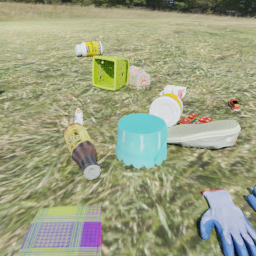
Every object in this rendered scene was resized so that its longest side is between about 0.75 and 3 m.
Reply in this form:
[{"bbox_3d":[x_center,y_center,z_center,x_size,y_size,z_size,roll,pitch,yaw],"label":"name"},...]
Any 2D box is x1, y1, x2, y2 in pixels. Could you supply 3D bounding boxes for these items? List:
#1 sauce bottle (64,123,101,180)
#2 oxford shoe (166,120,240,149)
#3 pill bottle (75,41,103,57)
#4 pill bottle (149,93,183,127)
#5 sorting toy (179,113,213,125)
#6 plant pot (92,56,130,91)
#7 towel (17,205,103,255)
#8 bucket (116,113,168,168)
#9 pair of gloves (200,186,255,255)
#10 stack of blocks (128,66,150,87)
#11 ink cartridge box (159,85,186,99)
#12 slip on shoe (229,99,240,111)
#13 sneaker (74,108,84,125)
[{"bbox_3d":[-1.340,0.628,8.258,0.777,0.777,2.353,-10,28,-20],"label":"sauce bottle"},{"bbox_3d":[2.190,0.319,8.990,2.688,0.776,1.011,-6,27,23],"label":"oxford shoe"},{"bbox_3d":[-2.893,-5.816,20.699,1.859,1.035,1.035,-11,29,-19],"label":"pill bottle"},{"bbox_3d":[1.471,-0.721,10.388,1.085,1.085,1.953,7,14,13],"label":"pill bottle"},{"bbox_3d":[2.448,-0.129,10.171,1.133,0.394,1.126,19,33,32],"label":"sorting toy"},{"bbox_3d":[-0.802,-2.904,14.452,1.574,1.582,1.435,18,26,33],"label":"plant pot"},{"bbox_3d":[-1.298,2.354,5.453,1.590,0.252,2.214,-2,26,-2],"label":"towel"},{"bbox_3d":[0.423,0.325,8.518,1.682,1.094,1.682,1,28,0],"label":"bucket"},{"bbox_3d":[2.825,1.987,6.113,2.689,0.306,2.162,-1,27,-3],"label":"pair of gloves"},{"bbox_3d":[0.395,-2.850,15.344,1.119,0.569,1.944,-17,32,-30],"label":"stack of blocks"},{"bbox_3d":[2.129,-1.759,13.401,1.154,0.389,0.672,11,29,21],"label":"ink cartridge box"},{"bbox_3d":[4.624,-1.067,12.103,0.402,0.332,1.087,3,25,10],"label":"slip on shoe"},{"bbox_3d":[-1.888,-0.426,10.681,0.351,0.467,0.998,-4,27,-10],"label":"sneaker"}]
